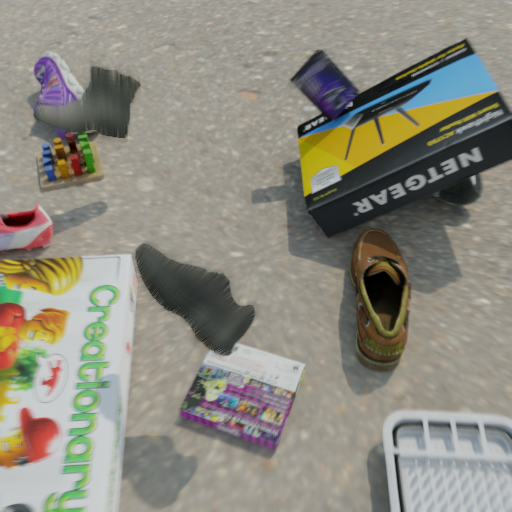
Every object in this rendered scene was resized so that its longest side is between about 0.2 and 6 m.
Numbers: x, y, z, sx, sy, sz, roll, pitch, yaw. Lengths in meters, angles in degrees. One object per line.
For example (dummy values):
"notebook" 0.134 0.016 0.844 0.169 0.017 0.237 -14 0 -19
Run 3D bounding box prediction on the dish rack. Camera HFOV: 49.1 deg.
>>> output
"dish rack" 2.686 3.217 7.297 1.996 0.506 2.326 3 46 2

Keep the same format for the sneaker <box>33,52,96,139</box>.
"sneaker" -4.928 -3.920 13.652 1.263 1.221 3.027 -27 53 -16

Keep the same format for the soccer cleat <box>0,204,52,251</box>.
"soccer cleat" -5.009 -0.368 10.435 2.325 0.889 0.776 -15 48 -14

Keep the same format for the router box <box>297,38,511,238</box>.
"router box" 2.758 -2.305 10.970 3.858 0.985 2.878 -24 42 22

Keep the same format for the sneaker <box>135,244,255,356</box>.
"sneaker" -0.795 0.442 7.190 1.809 0.687 0.821 43 67 5

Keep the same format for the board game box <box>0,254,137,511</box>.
"board game box" -3.529 2.129 8.043 3.225 0.884 5.109 -3 47 -4

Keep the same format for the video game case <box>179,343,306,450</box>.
"video game case" -0.180 2.047 8.556 1.553 0.278 1.407 15 48 14

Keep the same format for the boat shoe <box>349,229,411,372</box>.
"boat shoe" 2.195 0.466 9.554 1.066 1.007 2.963 2 46 2

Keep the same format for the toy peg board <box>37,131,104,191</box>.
"toy peg board" -4.165 -2.207 12.347 1.329 0.653 1.334 -14 48 -13

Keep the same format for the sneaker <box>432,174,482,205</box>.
"sneaker" 4.236 -2.519 12.206 1.466 1.290 3.465 0 53 -19

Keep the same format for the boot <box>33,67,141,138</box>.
"boot" -3.165 -2.972 10.524 1.887 1.233 0.639 -1 27 -38

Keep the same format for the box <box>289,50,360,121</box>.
"box" 1.386 -3.430 11.282 0.813 1.152 0.454 -49 23 4
